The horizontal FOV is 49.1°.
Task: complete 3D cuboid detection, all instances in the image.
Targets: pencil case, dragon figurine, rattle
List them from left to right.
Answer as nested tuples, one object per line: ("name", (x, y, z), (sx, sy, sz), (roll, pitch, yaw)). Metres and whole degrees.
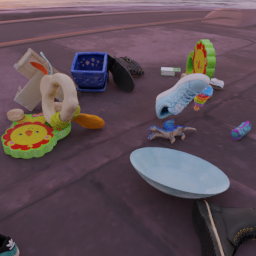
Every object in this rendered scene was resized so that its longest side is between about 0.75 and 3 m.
("rattle", (-2.244, -1.415, 10.556), (2.121, 1.933, 2.969), (-10, 52, -31))
("dragon figurine", (1.611, 0.055, 10.289), (1.905, 0.561, 0.947), (-20, 36, -28))
("pencil case", (4.184, 0.091, 10.353), (0.402, 0.436, 0.944), (28, 40, 35))

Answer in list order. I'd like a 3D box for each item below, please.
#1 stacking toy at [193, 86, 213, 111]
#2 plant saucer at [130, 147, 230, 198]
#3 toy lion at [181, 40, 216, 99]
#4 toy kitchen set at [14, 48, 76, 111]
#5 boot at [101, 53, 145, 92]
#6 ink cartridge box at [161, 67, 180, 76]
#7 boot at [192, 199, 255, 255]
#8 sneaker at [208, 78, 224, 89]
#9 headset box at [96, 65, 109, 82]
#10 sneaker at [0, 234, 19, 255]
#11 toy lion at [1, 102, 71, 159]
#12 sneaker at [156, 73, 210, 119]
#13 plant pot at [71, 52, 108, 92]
("stacking toy", (2.994, -1.180, 11.680), (0.695, 1.198, 0.658), (22, 43, 10))
("plant saucer", (1.347, 1.297, 7.747), (2.742, 0.528, 2.742), (11, 15, -3))
("toy lion", (3.392, -2.900, 13.326), (0.943, 2.634, 2.748), (-3, 30, -6))
("toy kitchen set", (-4.288, -2.136, 12.770), (2.094, 2.566, 2.315), (-50, 43, -1))
("boot", (0.087, -3.063, 15.070), (2.527, 1.005, 2.903), (-7, 54, -50))
("ink cartridge box", (2.466, -3.259, 16.244), (1.112, 0.330, 0.577), (4, 30, 7))
("boot", (2.373, 2.412, 6.017), (1.563, 0.875, 2.259), (5, 31, -2))
("sneaker", (4.353, -2.367, 14.512), (1.242, 0.454, 0.440), (23, 67, 20))
("headset box", (-1.405, -3.011, 15.375), (0.403, 0.777, 1.045), (-17, 35, -27))
("sneaker", (-3.192, 2.458, 6.029), (1.667, 0.666, 0.595), (3, 30, 5))
("toy lion", (-3.228, 0.124, 10.096), (2.483, 0.852, 2.380), (-13, 40, -22))
("sneaker", (2.007, -1.037, 10.479), (0.975, 2.638, 1.081), (19, 62, -24))
("plant pot", (-1.809, -2.699, 13.883), (1.631, 1.466, 1.631), (1, 49, 4))
